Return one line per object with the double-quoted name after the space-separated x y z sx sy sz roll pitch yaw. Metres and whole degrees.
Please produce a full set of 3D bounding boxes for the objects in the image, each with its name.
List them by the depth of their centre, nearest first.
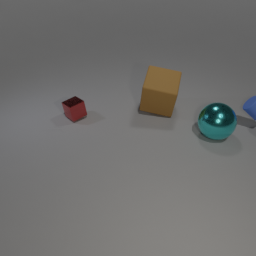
3.311 -0.251 10.421 1.400 1.400 1.400 0 34 0 "ball"
4.937 -0.760 10.798 0.700 0.700 0.700 40 37 -8 "cylinder"
-2.229 -0.807 11.679 0.700 0.700 0.700 -31 40 -28 "cube"
1.352 -1.539 11.748 1.400 1.400 1.400 13 53 6 "cube"
